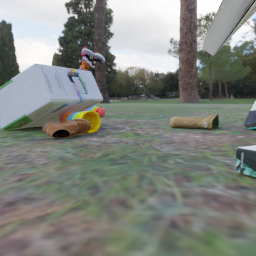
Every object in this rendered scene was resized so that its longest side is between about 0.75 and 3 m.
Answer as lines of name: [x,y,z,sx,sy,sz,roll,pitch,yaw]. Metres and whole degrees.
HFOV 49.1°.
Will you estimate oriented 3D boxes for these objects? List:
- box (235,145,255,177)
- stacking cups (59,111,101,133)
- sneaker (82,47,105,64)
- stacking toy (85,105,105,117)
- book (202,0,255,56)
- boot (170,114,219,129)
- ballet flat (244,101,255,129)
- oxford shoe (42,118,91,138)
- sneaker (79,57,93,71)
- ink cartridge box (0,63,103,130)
box: [2.392,0.433,2.901,1.423,0.358,1.972,-4,6,-32]
stacking cups: [-1.492,-0.167,8.016,0.595,0.595,1.967,-4,3,-34]
sneaker: [-1.431,-2.892,11.515,1.063,0.397,0.428,24,-27,-24]
stacking toy: [-1.590,-0.851,14.004,0.654,0.654,1.532,-4,13,-35]
book: [2.920,-3.123,6.830,0.667,1.855,2.777,38,55,10]
boot: [2.081,-0.216,8.663,1.278,0.423,1.120,3,7,31]
ballet flat: [4.387,-0.510,8.778,2.748,1.004,1.004,-6,8,-41]
oxford shoe: [-1.332,0.069,6.529,1.227,0.438,0.437,-9,35,-41]
sneaker: [-1.661,-2.360,10.609,0.488,0.338,0.871,-33,-13,3]
ink cartridge box: [-2.384,-0.935,8.706,1.993,1.156,2.753,-25,-5,25]
